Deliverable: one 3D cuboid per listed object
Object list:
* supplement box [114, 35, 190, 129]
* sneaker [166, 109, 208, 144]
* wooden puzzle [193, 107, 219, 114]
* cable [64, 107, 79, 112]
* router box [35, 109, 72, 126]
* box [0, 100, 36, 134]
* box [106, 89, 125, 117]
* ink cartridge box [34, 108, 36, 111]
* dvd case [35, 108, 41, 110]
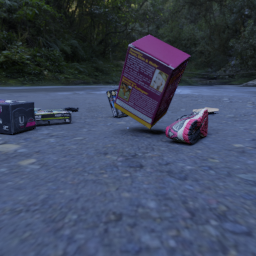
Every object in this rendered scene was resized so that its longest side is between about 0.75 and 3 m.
[{"bbox_3d":[0.725,-1.522,9.437,1.654,2.526,1.304,34,44,16],"label":"supplement box"},{"bbox_3d":[2.057,-0.127,9.200,0.870,0.939,2.330,5,12,33],"label":"sneaker"},{"bbox_3d":[4.143,-0.875,14.934,1.045,0.242,0.968,-13,16,-33],"label":"wooden puzzle"},{"bbox_3d":[-3.335,-1.066,15.752,1.079,0.274,0.881,-7,13,-30],"label":"cable"},{"bbox_3d":[-3.367,-0.463,11.978,1.655,0.514,1.240,-6,12,-26],"label":"router box"},{"bbox_3d":[-4.662,-0.456,10.420,2.055,1.090,1.256,5,12,23],"label":"box"},{"bbox_3d":[-0.371,-1.282,13.800,0.330,1.317,1.327,-17,2,39],"label":"box"},{"bbox_3d":[-4.594,-0.775,12.501,0.898,0.296,1.235,1,-28,4],"label":"ink cartridge box"},{"bbox_3d":[-5.583,-1.062,16.170,0.849,0.105,0.638,4,12,21],"label":"dvd case"}]
